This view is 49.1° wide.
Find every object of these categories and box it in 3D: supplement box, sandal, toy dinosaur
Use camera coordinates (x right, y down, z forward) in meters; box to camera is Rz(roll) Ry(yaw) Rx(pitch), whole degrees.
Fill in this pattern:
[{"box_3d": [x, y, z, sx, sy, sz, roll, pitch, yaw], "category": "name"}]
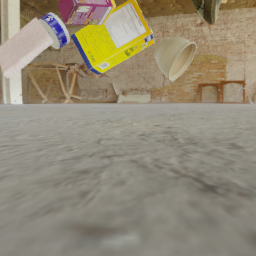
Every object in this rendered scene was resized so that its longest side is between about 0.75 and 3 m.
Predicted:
[{"box_3d": [-0.433, -2.867, 9.063, 2.279, 1.240, 1.248, -28, -1, 9], "category": "supplement box"}, {"box_3d": [-0.688, -2.044, 4.688, 0.785, 0.405, 0.514, -14, -11, -35], "category": "supplement box"}, {"box_3d": [2.212, -3.670, 7.172, 0.794, 1.181, 2.941, -29, -14, 3], "category": "sandal"}, {"box_3d": [-1.593, -2.393, 11.644, 1.730, 1.173, 0.743, 27, 23, -15], "category": "toy dinosaur"}]

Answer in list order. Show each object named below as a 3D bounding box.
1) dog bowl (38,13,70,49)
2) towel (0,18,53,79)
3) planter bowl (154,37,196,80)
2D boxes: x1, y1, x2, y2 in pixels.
[{"box_3d": [-2.944, -3.841, 11.140, 0.520, 1.320, 1.320, -42, 25, -21], "category": "dog bowl"}, {"box_3d": [-3.531, -2.727, 9.460, 1.843, 1.930, 0.311, 54, 4, 41], "category": "towel"}, {"box_3d": [1.797, -2.959, 11.389, 1.136, 1.688, 1.688, 40, 24, 21], "category": "planter bowl"}]
